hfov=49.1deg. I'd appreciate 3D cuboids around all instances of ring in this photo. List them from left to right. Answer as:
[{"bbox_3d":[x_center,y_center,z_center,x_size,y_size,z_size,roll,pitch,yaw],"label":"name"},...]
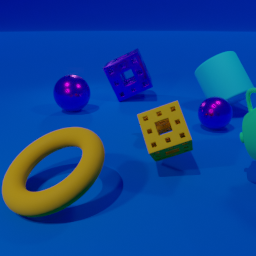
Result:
[{"bbox_3d":[-1.232,0.649,4.645,1.800,0.360,1.800,-15,37,12],"label":"ring"}]

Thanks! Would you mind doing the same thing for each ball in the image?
[{"bbox_3d":[-1.816,-1.126,9.098,1.191,1.191,1.191,0,21,0],"label":"ball"},{"bbox_3d":[2.364,-0.405,7.617,0.908,0.908,0.908,0,21,0],"label":"ball"}]

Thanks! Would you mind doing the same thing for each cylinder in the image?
[{"bbox_3d":[3.055,-1.470,8.933,1.397,1.397,1.397,-21,-13,-5],"label":"cylinder"}]

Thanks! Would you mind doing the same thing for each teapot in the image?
[{"bbox_3d":[2.389,0.170,4.799,0.876,1.789,1.113,-12,6,42],"label":"teapot"}]

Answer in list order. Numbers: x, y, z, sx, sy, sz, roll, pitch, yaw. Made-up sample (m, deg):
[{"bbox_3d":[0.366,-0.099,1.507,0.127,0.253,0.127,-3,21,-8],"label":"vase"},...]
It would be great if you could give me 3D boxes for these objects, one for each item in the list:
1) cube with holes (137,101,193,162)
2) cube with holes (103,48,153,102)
[{"bbox_3d":[0.733,0.094,5.411,0.794,0.794,0.794,-19,-21,8],"label":"cube with holes"},{"bbox_3d":[0.032,-2.031,10.599,1.359,1.359,1.359,-23,18,11],"label":"cube with holes"}]
